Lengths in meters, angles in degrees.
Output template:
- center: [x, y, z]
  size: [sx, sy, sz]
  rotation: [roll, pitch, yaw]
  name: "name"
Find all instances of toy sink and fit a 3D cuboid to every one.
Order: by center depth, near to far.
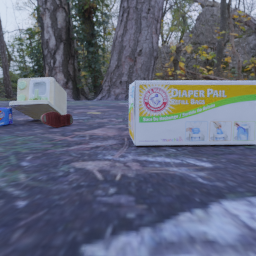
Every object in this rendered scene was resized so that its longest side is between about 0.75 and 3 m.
- center: [-3.123, -1.099, 9.986]
  size: [1.329, 1.142, 2.039]
  rotation: [-3, -11, 6]
  name: "toy sink"

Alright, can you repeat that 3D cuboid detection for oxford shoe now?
- center: [-2.194, -0.214, 8.338]
  size: [0.486, 0.458, 1.299]
  rotation: [-6, -5, 25]
  name: "oxford shoe"

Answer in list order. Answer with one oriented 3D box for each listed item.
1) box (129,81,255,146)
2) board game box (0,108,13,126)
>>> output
- center: [1.220, -0.329, 5.713]
  size: [2.362, 1.197, 1.329]
  rotation: [0, 6, -3]
  name: "box"
- center: [-5.142, -0.323, 8.420]
  size: [2.513, 0.565, 1.911]
  rotation: [1, 7, 6]
  name: "board game box"
